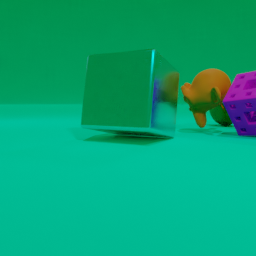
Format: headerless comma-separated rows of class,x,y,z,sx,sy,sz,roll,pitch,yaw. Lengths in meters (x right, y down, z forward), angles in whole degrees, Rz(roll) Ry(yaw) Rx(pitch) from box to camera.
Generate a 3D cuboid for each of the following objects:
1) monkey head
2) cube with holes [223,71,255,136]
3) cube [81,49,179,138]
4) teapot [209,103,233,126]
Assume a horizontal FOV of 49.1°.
monkey head,1.751,-0.648,6.000,0.985,1.176,1.635,-16,11,26
cube with holes,2.450,-0.471,5.185,0.867,0.867,0.867,-4,40,46
cube,0.086,-0.530,4.936,1.258,1.258,1.258,3,-5,28
teapot,2.735,-0.584,7.664,0.755,0.958,1.541,-20,-21,-13
